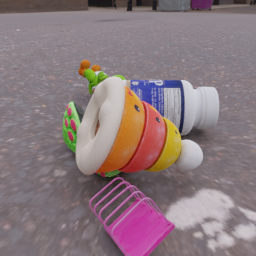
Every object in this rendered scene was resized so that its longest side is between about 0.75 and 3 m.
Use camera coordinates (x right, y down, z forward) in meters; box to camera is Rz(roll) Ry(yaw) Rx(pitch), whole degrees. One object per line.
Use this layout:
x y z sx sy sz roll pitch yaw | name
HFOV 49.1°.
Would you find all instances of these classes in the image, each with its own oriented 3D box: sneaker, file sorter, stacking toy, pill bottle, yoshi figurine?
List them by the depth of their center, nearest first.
-0.021 1.205 3.882 0.716 0.646 1.031 -41 19 -15 | file sorter
0.352 0.219 4.981 2.293 1.676 1.676 18 20 -22 | stacking toy
-0.736 0.223 6.232 0.947 0.868 2.261 -5 42 -45 | sneaker
0.957 -0.502 7.041 2.346 1.404 1.404 0 27 -1 | pill bottle
-0.670 -1.529 8.922 1.105 1.100 1.965 -33 59 -20 | yoshi figurine
